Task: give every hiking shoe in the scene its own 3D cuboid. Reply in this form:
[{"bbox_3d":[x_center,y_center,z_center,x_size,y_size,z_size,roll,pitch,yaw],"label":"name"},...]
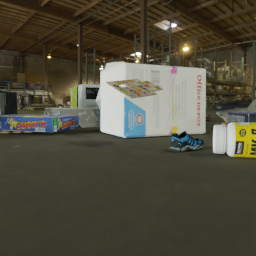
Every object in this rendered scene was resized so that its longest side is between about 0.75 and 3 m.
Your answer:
[{"bbox_3d":[1.140,0.239,5.247,0.840,0.364,0.312,-4,6,-39],"label":"hiking shoe"}]

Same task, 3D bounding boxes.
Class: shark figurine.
[{"bbox_3d":[5.098,-0.637,11.076,2.677,1.117,1.600,0,16,-22],"label":"shark figurine"}]

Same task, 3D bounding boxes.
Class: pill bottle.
[{"bbox_3d":[1.917,0.193,4.561,0.996,0.569,0.569,1,5,12],"label":"pill bottle"}]

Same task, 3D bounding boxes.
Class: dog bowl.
[{"bbox_3d":[-2.255,-0.465,11.641,2.626,0.770,2.626,0,4,0],"label":"dog bowl"}]

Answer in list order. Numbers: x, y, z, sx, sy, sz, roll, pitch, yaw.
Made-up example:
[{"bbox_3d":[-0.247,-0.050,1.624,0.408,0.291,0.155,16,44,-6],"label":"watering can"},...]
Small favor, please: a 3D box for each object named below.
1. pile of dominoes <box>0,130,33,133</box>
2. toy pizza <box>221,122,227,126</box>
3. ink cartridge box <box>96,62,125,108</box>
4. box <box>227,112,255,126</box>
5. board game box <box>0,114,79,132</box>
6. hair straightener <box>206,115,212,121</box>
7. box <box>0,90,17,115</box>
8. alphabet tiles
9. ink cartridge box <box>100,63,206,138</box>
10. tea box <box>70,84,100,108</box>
[{"bbox_3d":[-4.243,-0.099,9.197,2.559,0.407,1.995,-2,5,-23],"label":"pile of dominoes"},{"bbox_3d":[4.518,-0.188,11.715,1.181,0.187,1.181,0,5,0],"label":"toy pizza"},{"bbox_3d":[-0.500,-1.478,11.833,0.926,2.184,1.590,1,-36,17],"label":"ink cartridge box"},{"bbox_3d":[3.109,-0.042,6.851,0.948,0.668,1.282,0,4,-3],"label":"box"},{"bbox_3d":[-3.062,-0.183,8.890,2.510,0.432,1.699,2,5,16],"label":"board game box"},{"bbox_3d":[3.626,-0.591,14.635,0.986,0.524,2.563,3,6,36],"label":"hair straightener"},{"bbox_3d":[-7.170,-1.038,13.379,2.677,1.650,2.656,1,3,4],"label":"box"},{"bbox_3d":[0.199,-0.846,5.831,1.033,0.039,0.863,-13,35,-36],"label":"alphabet tiles"},{"bbox_3d":[0.861,-0.774,8.340,2.958,1.901,1.852,-1,4,-26],"label":"ink cartridge box"},{"bbox_3d":[-1.383,-1.258,14.603,2.757,1.842,2.712,-2,5,-22],"label":"tea box"}]
